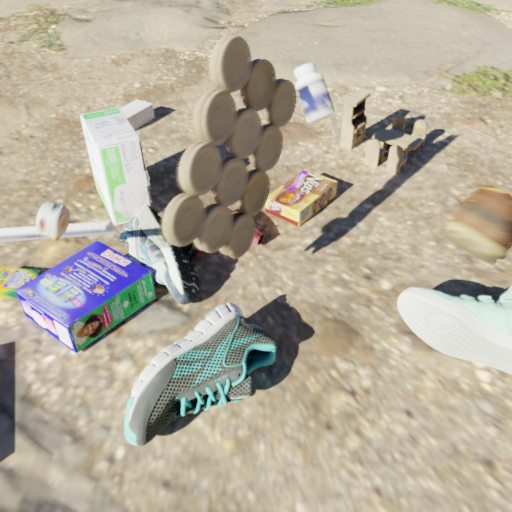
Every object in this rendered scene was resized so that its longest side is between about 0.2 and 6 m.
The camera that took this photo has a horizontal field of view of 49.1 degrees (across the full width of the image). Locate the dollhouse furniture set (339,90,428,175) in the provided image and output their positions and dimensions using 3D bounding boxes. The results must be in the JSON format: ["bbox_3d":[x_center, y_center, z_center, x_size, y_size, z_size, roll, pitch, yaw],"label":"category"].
[{"bbox_3d":[3.361,-3.377,14.829,2.048,1.361,1.795,23,44,26],"label":"dollhouse furniture set"}]

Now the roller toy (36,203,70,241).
[{"bbox_3d":[-2.470,-0.431,6.849,0.299,0.390,0.428,13,77,4],"label":"roller toy"}]

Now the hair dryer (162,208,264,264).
[{"bbox_3d":[-0.935,-0.368,11.886,2.213,0.601,1.685,-6,56,-1],"label":"hair dryer"}]

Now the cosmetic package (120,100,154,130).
[{"bbox_3d":[-3.618,-4.094,16.414,0.648,0.511,1.205,20,42,25],"label":"cosmetic package"}]

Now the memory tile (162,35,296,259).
[{"bbox_3d":[-0.347,-1.570,8.915,0.267,3.182,2.439,20,4,30],"label":"memory tile"}]

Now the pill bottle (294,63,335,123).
[{"bbox_3d":[1.200,-3.459,11.879,0.625,1.125,0.625,-20,4,1],"label":"pill bottle"}]

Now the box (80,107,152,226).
[{"bbox_3d":[-3.118,-2.028,12.631,0.967,1.999,1.764,-17,42,-18],"label":"box"}]

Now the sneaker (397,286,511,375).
[{"bbox_3d":[3.915,0.957,9.627,2.812,1.035,1.659,24,49,13],"label":"sneaker"}]

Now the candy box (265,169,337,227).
[{"bbox_3d":[1.062,-1.372,13.041,0.956,0.463,1.639,26,47,28],"label":"candy box"}]

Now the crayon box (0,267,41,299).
[{"bbox_3d":[-4.744,0.526,10.818,1.004,0.259,0.631,3,39,5],"label":"crayon box"}]

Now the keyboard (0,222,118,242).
[{"bbox_3d":[-3.626,-0.360,9.035,2.660,0.142,0.749,-4,-4,-4],"label":"keyboard"}]

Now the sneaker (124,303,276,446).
[{"bbox_3d":[-0.734,1.858,8.540,1.325,1.127,2.905,27,47,24],"label":"sneaker"}]

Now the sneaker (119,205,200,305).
[{"bbox_3d":[-1.927,0.146,10.926,1.033,0.928,2.392,-37,55,5],"label":"sneaker"}]

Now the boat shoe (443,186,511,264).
[{"bbox_3d":[2.560,-0.389,6.111,0.716,0.672,1.989,35,18,17],"label":"boat shoe"}]

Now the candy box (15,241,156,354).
[{"bbox_3d":[-3.073,0.681,10.248,1.588,0.723,1.878,26,46,31],"label":"candy box"}]
